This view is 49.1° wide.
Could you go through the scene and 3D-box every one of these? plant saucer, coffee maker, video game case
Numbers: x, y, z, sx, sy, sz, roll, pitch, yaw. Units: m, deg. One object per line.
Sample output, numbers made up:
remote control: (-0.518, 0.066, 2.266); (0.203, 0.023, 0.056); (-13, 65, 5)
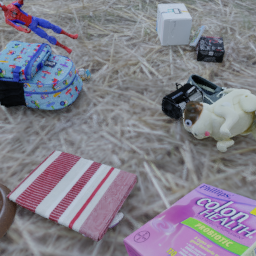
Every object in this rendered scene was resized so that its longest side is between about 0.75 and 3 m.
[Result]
plant saucer: (-4.225, 2.281, 7.470); (2.311, 0.398, 2.311); (-1, 44, 1)
coffee maker: (1.943, -1.044, 10.658); (1.414, 0.952, 1.358); (-31, 29, -29)
video game case: (3.443, -4.564, 13.918); (0.114, 1.032, 0.939); (25, 14, -9)

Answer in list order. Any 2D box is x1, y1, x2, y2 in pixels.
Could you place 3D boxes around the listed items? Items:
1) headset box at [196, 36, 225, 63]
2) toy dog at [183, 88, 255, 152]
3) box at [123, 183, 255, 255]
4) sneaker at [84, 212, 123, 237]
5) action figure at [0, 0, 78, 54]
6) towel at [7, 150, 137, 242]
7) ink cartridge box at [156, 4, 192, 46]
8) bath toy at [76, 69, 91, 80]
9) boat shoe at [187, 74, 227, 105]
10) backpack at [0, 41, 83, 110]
headset box: (4.005, -3.918, 13.706); (1.226, 0.619, 1.650); (6, 44, 6)
toy dog: (3.055, -0.427, 9.256); (2.449, 1.709, 2.375); (-12, 59, 3)
box: (1.648, 2.541, 5.833); (2.584, 1.249, 2.273); (-26, 16, -25)
sneaker: (-0.675, 2.353, 7.234); (1.145, 0.429, 0.570); (-16, 79, -18)
action figure: (-2.896, -3.346, 9.057); (2.752, 0.898, 1.362); (21, 5, -30)
towel: (-1.508, 1.703, 7.799); (2.999, 0.341, 2.160); (14, 40, 24)
ink cartridge box: (2.355, -5.418, 14.672); (1.431, 1.437, 1.959); (-3, 45, -3)
bath toy: (-2.211, -2.374, 12.278); (1.108, 0.482, 0.410); (7, 11, 12)
boat shoe: (3.360, -1.171, 10.681); (1.023, 0.868, 2.809); (-32, 53, -29)
backpack: (-3.319, -1.987, 10.774); (2.918, 1.963, 2.664); (10, 44, 8)
